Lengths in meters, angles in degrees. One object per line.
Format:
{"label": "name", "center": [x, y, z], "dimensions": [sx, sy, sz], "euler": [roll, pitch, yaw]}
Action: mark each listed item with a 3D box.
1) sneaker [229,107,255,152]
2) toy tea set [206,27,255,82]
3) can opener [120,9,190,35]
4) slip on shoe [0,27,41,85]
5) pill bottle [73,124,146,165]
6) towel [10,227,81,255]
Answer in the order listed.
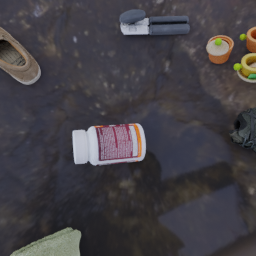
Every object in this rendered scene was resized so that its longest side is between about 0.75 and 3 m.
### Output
{"label": "sneaker", "center": [3.154, 0.458, 6.818], "dimensions": [1.120, 0.748, 1.956], "euler": [-16, 74, -2]}
{"label": "toy tea set", "center": [3.467, -2.134, 6.963], "dimensions": [2.889, 1.069, 1.718], "euler": [-14, 56, 3]}
{"label": "can opener", "center": [0.742, -2.889, 7.665], "dimensions": [1.941, 0.649, 0.518], "euler": [-2, 76, -1]}
{"label": "slip on shoe", "center": [-3.422, -2.135, 7.416], "dimensions": [2.534, 0.768, 0.963], "euler": [42, 80, 9]}
{"label": "pill bottle", "center": [-0.463, 0.388, 6.566], "dimensions": [1.589, 0.907, 0.907], "euler": [-4, 76, -14]}
{"label": "towel", "center": [-1.590, 2.888, 5.632], "dimensions": [0.349, 1.915, 1.420], "euler": [-2, 84, 27]}
